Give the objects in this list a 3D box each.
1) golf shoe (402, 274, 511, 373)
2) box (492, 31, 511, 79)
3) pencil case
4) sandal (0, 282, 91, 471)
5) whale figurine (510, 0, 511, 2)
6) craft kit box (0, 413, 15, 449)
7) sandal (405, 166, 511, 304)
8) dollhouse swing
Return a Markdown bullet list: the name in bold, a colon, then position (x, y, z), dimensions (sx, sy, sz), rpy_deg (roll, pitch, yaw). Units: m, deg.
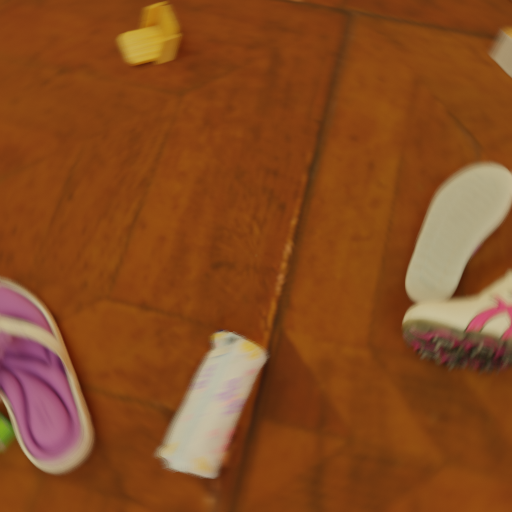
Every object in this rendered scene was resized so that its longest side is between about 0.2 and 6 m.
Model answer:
- **golf shoe**: position (3.564, 0.870, 7.901), dimensions (3.193, 1.159, 1.470), rpy_deg (5, 64, -7)
- **box**: position (4.965, -3.410, 9.832), dimensions (0.799, 0.626, 1.284), rpy_deg (-29, 71, -11)
- **pencil case**: position (-0.558, 1.974, 7.534), dimensions (0.789, 0.861, 1.899), rpy_deg (23, 72, 6)
- **sandal**: position (-3.255, 1.463, 7.791), dimensions (1.270, 0.767, 3.120), rpy_deg (-36, 71, -16)
- **whale figurine**: position (5.055, -5.179, 10.661), dimensions (0.623, 0.406, 0.783), rpy_deg (1, 68, 0)
- **craft kit box**: position (-4.455, 2.501, 7.619), dimensions (1.640, 0.403, 1.661), rpy_deg (37, 73, 11)
- **sandal**: position (3.056, -0.326, 8.663), dimensions (1.004, 0.606, 2.467), rpy_deg (32, 84, 28)
- **dollhouse swing**: position (-1.945, -3.973, 10.034), dimensions (0.770, 0.796, 0.876), rpy_deg (-12, 68, -27)
